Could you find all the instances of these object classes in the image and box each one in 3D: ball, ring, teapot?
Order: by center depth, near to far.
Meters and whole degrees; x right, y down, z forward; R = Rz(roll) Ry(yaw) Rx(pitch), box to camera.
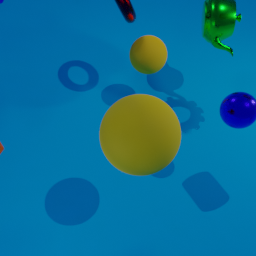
[{"bbox_3d":[0.187,0.106,4.357,1.261,1.261,1.261,0,56,0],"label":"ball"},{"bbox_3d":[2.165,-0.346,5.463,0.724,0.724,0.724,0,56,0],"label":"ball"},{"bbox_3d":[-0.245,-3.404,7.094,0.313,1.566,1.566,-28,57,9],"label":"ring"},{"bbox_3d":[2.514,-2.876,7.531,1.000,1.270,2.043,1,82,9],"label":"teapot"},{"bbox_3d":[0.551,-1.990,7.641,1.031,1.031,1.031,0,56,0],"label":"ball"}]

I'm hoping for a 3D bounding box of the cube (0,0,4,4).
[{"bbox_3d":[-3.575,-3.512,6.522,1.045,1.045,1.045,-32,104,-30],"label":"cube"}]

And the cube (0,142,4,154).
[{"bbox_3d":[-2.949,0.339,4.864,0.917,0.917,0.917,42,97,33],"label":"cube"}]
